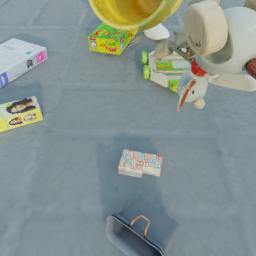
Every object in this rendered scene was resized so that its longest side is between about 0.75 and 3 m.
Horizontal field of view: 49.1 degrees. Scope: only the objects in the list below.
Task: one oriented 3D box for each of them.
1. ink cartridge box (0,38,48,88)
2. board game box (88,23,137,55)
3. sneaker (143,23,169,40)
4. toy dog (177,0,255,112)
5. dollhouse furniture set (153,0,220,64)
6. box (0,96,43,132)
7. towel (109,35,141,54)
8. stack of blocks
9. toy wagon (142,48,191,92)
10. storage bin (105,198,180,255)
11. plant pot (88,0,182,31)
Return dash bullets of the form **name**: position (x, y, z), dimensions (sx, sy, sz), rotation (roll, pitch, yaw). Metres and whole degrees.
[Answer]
- **ink cartridge box**: position (-4.426, -2.289, 9.947), dimensions (1.663, 0.585, 2.786), rotation (20, 44, 21)
- **board game box**: position (-0.478, -3.903, 11.378), dimensions (1.272, 0.596, 2.505), rotation (12, 45, 17)
- **sneaker**: position (0.981, -4.566, 12.091), dimensions (0.819, 0.963, 2.176), rotation (-23, 48, -25)
- **toy dog**: position (1.454, -0.826, 4.235), dimensions (1.692, 2.566, 1.236), rotation (-21, 73, 12)
- **dollhouse furniture set**: position (1.356, -2.031, 5.931), dimensions (0.735, 1.323, 1.170), rotation (28, 68, -29)
- **box**: position (-3.441, -0.321, 7.911), dimensions (1.870, 0.469, 0.704), rotation (-20, 46, -19)
- **towel**: position (-0.451, -3.626, 11.649), dimensions (1.709, 0.195, 1.227), rotation (-32, 53, -30)
- **stack of blocks**: position (0.305, 0.888, 6.743), dimensions (0.975, 0.286, 0.562), rotation (9, 44, 9)
- **toy wagon**: position (1.604, -1.973, 9.625), dimensions (2.174, 0.554, 2.803), rotation (-1, 44, -1)
- **storage bin**: position (0.329, 1.908, 5.301), dimensions (1.263, 0.919, 0.848), rotation (27, 39, 26)
- **plant pot**: position (0.508, -4.211, 8.313), dimensions (2.661, 2.661, 2.504), rotation (22, 23, 21)
